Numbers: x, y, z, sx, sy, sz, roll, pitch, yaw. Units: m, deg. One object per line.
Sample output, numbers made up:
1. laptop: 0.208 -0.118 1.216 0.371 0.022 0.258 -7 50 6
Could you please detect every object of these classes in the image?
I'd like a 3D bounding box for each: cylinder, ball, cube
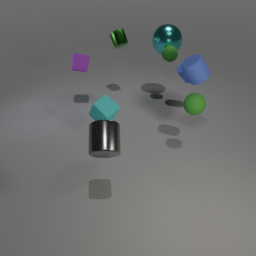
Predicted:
1. cylinder: 2.141 -1.849 8.858 0.700 0.700 0.700 -28 30 18
2. ball: 1.817 -4.085 13.009 1.400 1.400 1.400 0 30 0
3. cylinder: -0.418 -4.164 13.057 0.700 0.700 0.700 -21 5 2
4. cylinder: -0.521 0.255 6.212 0.700 0.700 0.700 -1 71 -2
5. cube: -2.133 -2.896 12.468 0.700 0.700 0.700 6 6 -15
6. cylinder: 2.611 -2.442 12.246 0.700 0.700 0.700 -33 33 24
7. cube: -0.834 -0.596 9.832 0.700 0.700 0.700 44 54 7
8. ball: 1.854 -3.274 12.377 0.700 0.700 0.700 0 30 0
9. ball: 2.105 -0.755 8.835 0.700 0.700 0.700 0 30 0
